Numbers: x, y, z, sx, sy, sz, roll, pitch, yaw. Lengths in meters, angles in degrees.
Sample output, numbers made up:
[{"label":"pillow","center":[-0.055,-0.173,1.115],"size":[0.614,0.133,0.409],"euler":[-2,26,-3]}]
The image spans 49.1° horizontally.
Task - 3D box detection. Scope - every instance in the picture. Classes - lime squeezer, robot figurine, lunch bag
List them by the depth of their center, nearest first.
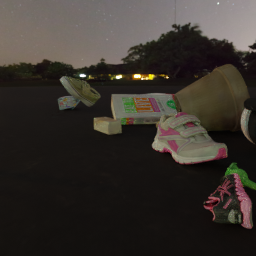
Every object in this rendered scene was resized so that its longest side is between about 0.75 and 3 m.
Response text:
[{"label":"lime squeezer","center":[2.256,0.916,5.553],"size":[0.689,0.368,1.952],"euler":[-1,10,-3]},{"label":"robot figurine","center":[4.172,-0.088,7.419],"size":[1.573,1.894,2.520],"euler":[-20,14,-7]},{"label":"lunch bag","center":[-3.553,-1.553,17.085],"size":[1.300,0.827,1.103],"euler":[-12,11,-9]}]

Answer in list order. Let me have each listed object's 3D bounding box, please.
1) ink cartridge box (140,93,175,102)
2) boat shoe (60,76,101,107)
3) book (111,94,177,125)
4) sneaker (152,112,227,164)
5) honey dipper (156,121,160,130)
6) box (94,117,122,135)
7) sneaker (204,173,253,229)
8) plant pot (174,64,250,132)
[{"label":"ink cartridge box","center":[1.462,-1.429,15.957],"size":[2.329,0.987,1.696],"euler":[-13,16,-42]},{"label":"boat shoe","center":[-1.935,-1.624,11.602],"size":[0.735,0.853,2.369],"euler":[-38,-23,7]},{"label":"book","center":[0.766,-0.816,12.706],"size":[2.882,0.693,1.925],"euler":[-2,34,-9]},{"label":"sneaker","center":[1.460,0.192,7.203],"size":[1.038,1.126,2.551],"euler":[-6,13,-29]},{"label":"honey dipper","center":[1.244,0.128,9.824],"size":[0.353,0.353,1.859],"euler":[0,15,0]},{"label":"box","center":[-0.769,-0.099,10.431],"size":[0.569,0.466,1.198],"euler":[-7,13,-33]},{"label":"sneaker","center":[1.511,1.099,4.420],"size":[0.644,0.533,1.350],"euler":[-9,8,13]},{"label":"plant pot","center":[2.946,-0.848,10.300],"size":[2.158,2.487,2.487],"euler":[-16,11,2]}]
